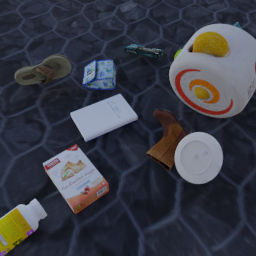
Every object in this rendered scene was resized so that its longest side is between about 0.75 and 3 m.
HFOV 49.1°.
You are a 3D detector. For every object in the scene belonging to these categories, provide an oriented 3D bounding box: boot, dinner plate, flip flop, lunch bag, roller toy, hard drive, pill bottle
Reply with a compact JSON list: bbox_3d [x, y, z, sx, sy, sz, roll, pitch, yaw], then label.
[{"bbox_3d":[0.997,0.293,8.140,1.441,0.524,1.531,42,62,4],"label":"boot"},{"bbox_3d":[1.734,0.745,7.085,1.316,0.160,1.316,-9,75,37],"label":"dinner plate"},{"bbox_3d":[-2.860,-1.828,9.412,2.113,0.857,0.608,-13,44,10],"label":"flip flop"},{"bbox_3d":[-1.021,-1.853,9.796,1.110,0.707,0.944,-5,56,8],"label":"lunch bag"},{"bbox_3d":[2.572,-1.579,8.285,2.437,2.671,1.867,40,69,-7],"label":"roller toy"},{"bbox_3d":[-0.759,-0.366,8.870,1.783,0.226,1.176,-24,55,-18],"label":"hard drive"},{"bbox_3d":[-2.586,2.264,6.442,1.377,0.718,0.718,-36,60,-25],"label":"pill bottle"}]

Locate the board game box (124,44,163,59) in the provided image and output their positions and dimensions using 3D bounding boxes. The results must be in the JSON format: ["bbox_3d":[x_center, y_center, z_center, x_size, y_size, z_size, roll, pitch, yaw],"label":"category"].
[{"bbox_3d":[0.613,-2.898,10.545,1.316,0.185,0.890,15,29,13],"label":"board game box"}]

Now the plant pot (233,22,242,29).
[{"bbox_3d":[3.673,-2.681,9.895,1.365,1.453,1.453,49,61,-4],"label":"plant pot"}]

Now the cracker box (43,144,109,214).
[{"bbox_3d":[-1.381,1.295,7.391,1.059,0.456,1.581,-32,57,-23],"label":"cracker box"}]
